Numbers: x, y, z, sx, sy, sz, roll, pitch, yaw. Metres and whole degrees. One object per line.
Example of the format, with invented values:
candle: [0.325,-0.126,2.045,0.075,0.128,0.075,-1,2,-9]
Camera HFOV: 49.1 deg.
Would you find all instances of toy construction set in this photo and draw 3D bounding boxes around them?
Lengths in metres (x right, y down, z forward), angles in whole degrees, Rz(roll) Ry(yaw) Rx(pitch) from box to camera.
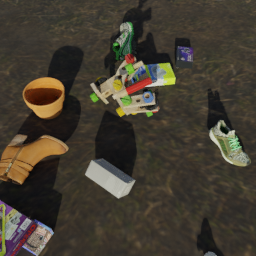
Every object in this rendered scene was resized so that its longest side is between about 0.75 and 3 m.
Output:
toy construction set: [-0.263,-1.212,9.803,2.177,2.833,2.363,-25,91,4]

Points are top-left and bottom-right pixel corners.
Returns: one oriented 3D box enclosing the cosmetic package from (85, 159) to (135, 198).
cosmetic package: [-0.576,1.584,8.992,1.412,0.754,0.637,33,102,20]

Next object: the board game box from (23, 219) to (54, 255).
board game box: [-2.643,3.156,8.073,0.602,0.366,0.755,22,55,18]

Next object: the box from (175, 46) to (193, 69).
box: [2.679,-3.347,13.283,0.793,0.443,1.123,4,51,7]

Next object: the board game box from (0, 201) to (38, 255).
board game box: [-4.027,3.461,7.563,1.742,0.469,2.902,20,54,26]

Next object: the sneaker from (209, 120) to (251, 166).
sneaker: [3.611,0.494,9.900,0.749,0.863,1.949,-22,54,-17]

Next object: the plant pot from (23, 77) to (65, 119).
plant pot: [-3.198,-1.066,11.000,1.542,1.080,1.542,1,52,-1]

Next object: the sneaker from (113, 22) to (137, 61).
sneaker: [-0.206,-4.278,13.655,1.111,1.018,2.609,-3,52,-2]

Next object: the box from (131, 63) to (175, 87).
box: [1.070,-2.350,12.479,1.837,0.438,1.120,-7,51,-6]

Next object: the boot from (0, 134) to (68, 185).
boot: [-3.262,1.072,9.446,2.204,0.845,1.711,9,51,8]

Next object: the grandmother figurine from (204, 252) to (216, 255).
grandmother figurine: [2.324,4.005,7.399,0.858,0.429,1.415,13,44,-22]
